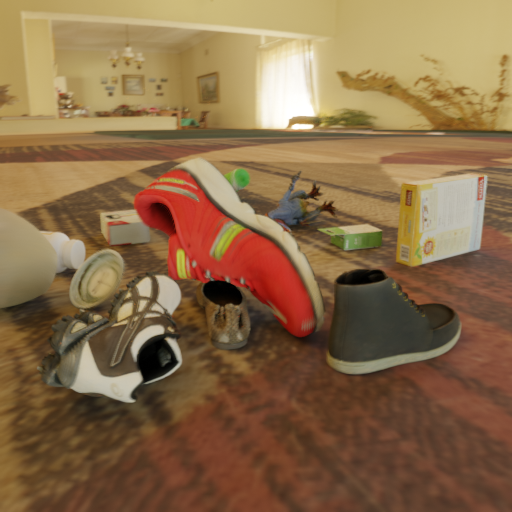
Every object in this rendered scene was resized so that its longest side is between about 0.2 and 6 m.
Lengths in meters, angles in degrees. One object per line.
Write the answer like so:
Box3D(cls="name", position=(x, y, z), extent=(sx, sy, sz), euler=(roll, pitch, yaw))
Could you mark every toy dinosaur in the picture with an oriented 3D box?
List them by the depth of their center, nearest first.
Box3D(cls="toy dinosaur", position=(0.919, -0.939, 13.568), extent=(2.263, 1.309, 2.494), euler=(-25, -11, -29))

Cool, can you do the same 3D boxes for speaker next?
Box3D(cls="speaker", position=(-0.831, -2.149, 16.721), extent=(0.625, 0.625, 1.413), euler=(-15, 0, -42))

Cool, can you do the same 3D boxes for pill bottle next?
Box3D(cls="pill bottle", position=(-3.861, -0.075, 10.106), extent=(1.420, 0.740, 0.740), euler=(5, 17, 11))

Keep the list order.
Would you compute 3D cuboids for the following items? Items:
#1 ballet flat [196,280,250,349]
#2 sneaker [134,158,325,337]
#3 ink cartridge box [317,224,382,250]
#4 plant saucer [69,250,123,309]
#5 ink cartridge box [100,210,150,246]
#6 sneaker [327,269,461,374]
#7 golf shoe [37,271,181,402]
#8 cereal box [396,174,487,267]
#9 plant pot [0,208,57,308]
Box3D(cls="ballet flat", position=(-0.475, 0.641, 8.034), extent=(0.762, 0.524, 2.262), euler=(-2, 17, -6))
Box3D(cls="sneaker", position=(-0.497, 0.055, 7.948), extent=(1.484, 1.345, 3.494), euler=(-32, 57, -25))
Box3D(cls="ink cartridge box", position=(1.977, -0.388, 11.848), extent=(1.219, 0.362, 0.633), euler=(-6, 17, -18))
Box3D(cls="plant saucer", position=(-2.411, 0.398, 8.660), extent=(1.029, 1.029, 0.258), euler=(14, -22, 39))
Box3D(cls="ink cartridge box", position=(-2.929, -0.640, 12.423), extent=(0.867, 0.493, 1.190), euler=(-8, 20, -22))
Box3D(cls="sneaker", position=(1.813, 0.657, 6.907), extent=(2.123, 1.127, 0.794), euler=(-11, 20, -34))
Box3D(cls="golf shoe", position=(-1.318, 0.981, 6.563), extent=(1.204, 0.990, 2.548), euler=(23, 22, 11))
Box3D(cls="cereal box", position=(3.644, -0.737, 10.924), extent=(2.172, 1.563, 0.429), euler=(-11, 19, -34))
Box3D(cls="plant pot", position=(-3.675, 0.131, 8.544), extent=(1.027, 1.529, 1.529), euler=(19, 2, -38))
